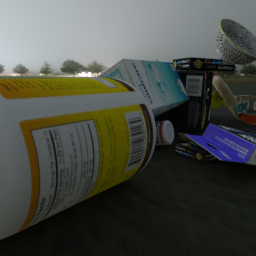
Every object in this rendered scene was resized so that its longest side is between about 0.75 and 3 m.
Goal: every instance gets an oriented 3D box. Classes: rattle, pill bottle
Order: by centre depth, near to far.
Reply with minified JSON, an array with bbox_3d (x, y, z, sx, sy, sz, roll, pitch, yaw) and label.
[{"bbox_3d":[-1.056,0.221,3.385,1.629,1.629,2.982,8,13,36],"label":"pill bottle"},{"bbox_3d":[0.534,0.138,6.462,0.946,0.548,0.548,-6,7,32],"label":"pill bottle"},{"bbox_3d":[3.328,-0.651,10.260,1.873,1.707,2.622,-20,43,8],"label":"rattle"}]

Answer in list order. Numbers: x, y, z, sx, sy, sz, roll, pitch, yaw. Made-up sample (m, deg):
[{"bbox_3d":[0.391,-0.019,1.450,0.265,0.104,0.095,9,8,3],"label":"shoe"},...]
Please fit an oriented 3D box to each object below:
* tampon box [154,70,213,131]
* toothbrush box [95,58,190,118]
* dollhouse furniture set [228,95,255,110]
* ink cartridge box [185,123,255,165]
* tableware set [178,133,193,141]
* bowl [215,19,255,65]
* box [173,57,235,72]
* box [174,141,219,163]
[{"bbox_3d":[1.847,-0.970,9.027,1.468,1.743,2.325,7,13,22],"label":"tampon box"},{"bbox_3d":[0.032,-0.659,6.984,2.061,1.201,2.815,-27,-3,32],"label":"toothbrush box"},{"bbox_3d":[5.392,-1.167,13.009,1.288,0.668,0.570,2,10,11],"label":"dollhouse furniture set"},{"bbox_3d":[2.229,0.319,5.274,1.841,0.400,1.824,9,10,-9],"label":"ink cartridge box"},{"bbox_3d":[1.579,0.254,6.691,0.713,0.099,0.854,9,-6,22],"label":"tableware set"},{"bbox_3d":[3.248,-2.464,8.556,1.689,1.689,0.793,-8,-30,-36],"label":"bowl"},{"bbox_3d":[2.506,-2.117,9.413,1.647,0.379,1.309,-1,11,-17],"label":"box"},{"bbox_3d":[1.510,0.471,5.811,0.707,0.205,0.890,-7,13,-30],"label":"box"}]
